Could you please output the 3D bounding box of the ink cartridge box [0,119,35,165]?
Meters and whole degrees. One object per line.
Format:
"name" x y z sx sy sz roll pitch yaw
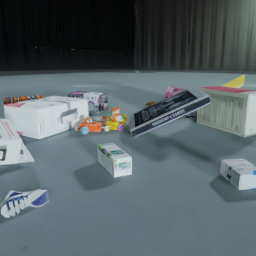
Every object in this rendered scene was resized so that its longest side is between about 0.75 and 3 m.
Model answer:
"ink cartridge box" -3.496 0.322 6.943 2.157 0.732 1.252 0 27 -41

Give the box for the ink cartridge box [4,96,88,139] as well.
"ink cartridge box" -3.052 -0.509 10.792 1.901 1.107 2.610 9 16 30

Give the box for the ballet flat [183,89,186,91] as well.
"ballet flat" 2.648 -1.150 13.327 0.789 0.799 2.348 18 42 28

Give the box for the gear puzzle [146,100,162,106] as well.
"gear puzzle" 2.226 -1.205 14.939 2.767 0.362 1.433 3 19 24

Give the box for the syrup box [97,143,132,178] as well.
"syrup box" -0.364 0.794 7.140 0.473 0.489 1.202 -8 16 -24

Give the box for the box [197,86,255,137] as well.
"box" 3.962 -0.731 10.747 1.303 1.530 2.393 -9 18 -30

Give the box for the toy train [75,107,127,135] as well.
"toy train" -0.970 -0.380 11.110 1.848 0.684 2.460 3 16 8

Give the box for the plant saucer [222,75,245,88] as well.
"plant saucer" 4.718 -1.682 13.594 1.765 0.427 1.764 -27 -14 -23

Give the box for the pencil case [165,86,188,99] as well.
"pencil case" 3.318 -1.829 15.836 2.494 1.033 1.079 5 13 21

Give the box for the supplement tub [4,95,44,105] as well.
"supplement tub" -4.277 -0.873 12.193 2.013 1.077 1.077 -7 17 -25

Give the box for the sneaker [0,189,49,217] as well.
"sneaker" -2.031 1.334 5.375 0.900 0.363 0.520 -13 22 -36

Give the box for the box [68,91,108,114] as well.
"box" -1.992 -1.300 13.978 1.661 0.953 1.098 6 16 22

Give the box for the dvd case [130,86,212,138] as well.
"dvd case" 1.437 -0.682 10.471 2.903 0.359 2.182 -24 15 7

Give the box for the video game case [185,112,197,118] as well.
"video game case" 3.244 -0.602 13.047 1.141 0.108 0.815 1 15 0

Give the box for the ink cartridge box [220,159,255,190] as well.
"ink cartridge box" 2.619 1.042 6.423 0.639 0.375 0.873 -2 14 -9
